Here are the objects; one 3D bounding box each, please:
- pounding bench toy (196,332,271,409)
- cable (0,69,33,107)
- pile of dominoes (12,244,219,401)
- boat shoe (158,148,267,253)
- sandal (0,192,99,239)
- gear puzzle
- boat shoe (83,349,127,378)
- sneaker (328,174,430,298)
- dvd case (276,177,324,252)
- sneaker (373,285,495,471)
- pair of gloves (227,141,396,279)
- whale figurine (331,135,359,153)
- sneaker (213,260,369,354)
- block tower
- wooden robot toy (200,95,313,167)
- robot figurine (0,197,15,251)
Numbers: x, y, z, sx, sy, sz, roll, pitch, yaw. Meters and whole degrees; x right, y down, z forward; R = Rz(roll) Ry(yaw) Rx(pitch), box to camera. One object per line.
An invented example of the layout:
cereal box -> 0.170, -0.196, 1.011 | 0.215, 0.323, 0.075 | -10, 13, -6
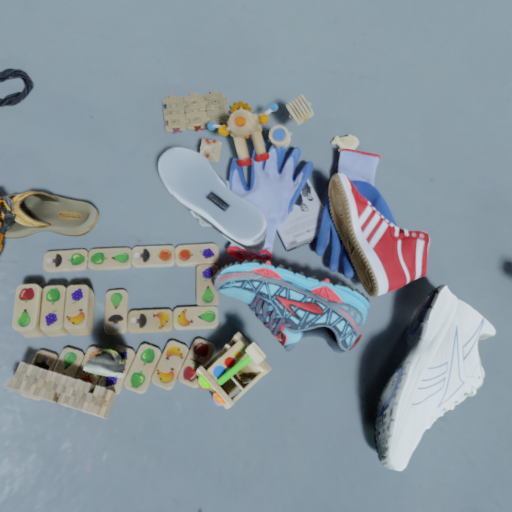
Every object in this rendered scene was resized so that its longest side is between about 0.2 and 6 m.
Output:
pounding bench toy -> -0.440, 2.061, 9.917 | 1.104, 1.416, 0.880 | -40, 82, -18
cable -> -5.859, -3.941, 13.156 | 1.191, 0.302, 0.972 | -5, 67, -3
pile of dominoes -> -2.637, 1.126, 10.828 | 3.877, 0.617, 3.022 | -3, 67, -1
boat shoe -> -0.862, -1.105, 11.359 | 2.803, 0.957, 1.035 | 36, 74, 17
sandal -> -4.567, -0.911, 11.628 | 2.525, 0.682, 1.014 | 2, 66, 7
gear puzzle -> -1.115, -3.309, 12.940 | 2.055, 0.269, 1.064 | -7, 65, -6
boat shoe -> -2.605, 1.851, 9.761 | 0.537, 1.507, 0.454 | 12, 77, 2
sneaker -> 2.428, -0.561, 10.950 | 1.432, 0.907, 2.547 | -16, 75, -12
dvd case -> 0.851, -0.939, 11.938 | 1.144, 0.188, 1.523 | -21, 69, -9
sneaker -> 3.237, 2.234, 10.033 | 1.544, 1.321, 3.545 | 29, 70, 6
pair of gloves -> 1.169, -1.068, 11.778 | 3.716, 0.423, 2.987 | 10, 69, 4
whale figurine -> 2.011, -2.485, 12.573 | 0.647, 0.336, 0.515 | 22, 70, 35
sneaker -> 0.566, 1.022, 10.567 | 3.025, 1.200, 1.445 | 14, 69, 6
block tower -> -3.541, 2.437, 10.183 | 1.855, 0.501, 0.536 | 14, 67, 5
wooden robot toy -> -0.084, -2.534, 11.415 | 2.608, 1.183, 1.149 | -16, 88, 7
robot figurine -> -5.560, -0.495, 11.301 | 1.271, 0.510, 1.753 | 10, 85, 18
